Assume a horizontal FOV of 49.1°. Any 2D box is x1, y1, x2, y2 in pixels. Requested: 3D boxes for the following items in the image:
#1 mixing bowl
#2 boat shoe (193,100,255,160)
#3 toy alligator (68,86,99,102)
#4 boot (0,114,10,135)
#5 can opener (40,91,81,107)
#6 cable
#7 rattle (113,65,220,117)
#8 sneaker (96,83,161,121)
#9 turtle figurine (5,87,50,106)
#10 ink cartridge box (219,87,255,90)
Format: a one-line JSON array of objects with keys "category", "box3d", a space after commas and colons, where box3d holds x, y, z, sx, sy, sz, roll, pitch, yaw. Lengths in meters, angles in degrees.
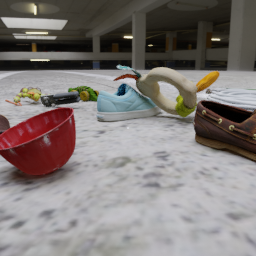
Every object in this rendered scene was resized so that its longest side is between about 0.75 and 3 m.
[{"category": "mixing bowl", "box3d": [-1.490, 0.299, 4.925, 1.461, 0.791, 1.461, -17, 23, 7]}, {"category": "boat shoe", "box3d": [2.620, 0.052, 5.807, 1.036, 1.035, 2.944, -17, 23, -42]}, {"category": "toy alligator", "box3d": [-2.414, -1.757, 13.715, 2.814, 0.676, 0.933, 11, 17, 37]}, {"category": "boot", "box3d": [-3.905, 0.016, 6.244, 2.416, 0.874, 2.010, -4, 13, -27]}, {"category": "can opener", "box3d": [-2.746, -1.237, 11.458, 1.833, 0.489, 0.613, -5, 27, 20]}, {"category": "cable", "box3d": [3.779, -0.610, 8.679, 2.700, 0.935, 2.700, 5, 15, 12]}, {"category": "rattle", "box3d": [1.233, -1.794, 9.331, 2.892, 2.066, 1.883, 28, -10, 29]}, {"category": "sneaker", "box3d": [0.184, -0.967, 9.607, 2.813, 1.153, 1.040, -13, 20, -42]}, {"category": "turtle figurine", "box3d": [-4.325, -1.471, 12.461, 2.278, 0.733, 1.837, -8, 16, -28]}, {"category": "ink cartridge box", "box3d": [5.037, -1.531, 12.849, 1.795, 0.532, 0.932, 4, 4, 13]}]
